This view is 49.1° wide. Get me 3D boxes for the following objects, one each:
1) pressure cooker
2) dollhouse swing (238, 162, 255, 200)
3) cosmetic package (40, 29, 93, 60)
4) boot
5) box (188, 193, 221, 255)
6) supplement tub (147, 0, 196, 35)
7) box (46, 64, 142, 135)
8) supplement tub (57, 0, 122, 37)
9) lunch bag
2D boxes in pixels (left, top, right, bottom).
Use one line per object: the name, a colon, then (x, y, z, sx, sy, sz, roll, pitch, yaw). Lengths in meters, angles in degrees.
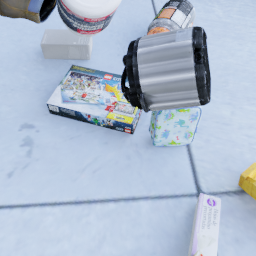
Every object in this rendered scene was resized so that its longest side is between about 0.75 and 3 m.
pressure cooker: (0.732, -1.173, 5.794, 1.830, 1.634, 1.609, -5, 7, 20)
dollhouse swing: (4.002, 1.420, 6.976, 1.546, 1.598, 1.758, -42, 60, -4)
cosmetic package: (-2.374, -3.290, 11.032, 1.875, 0.846, 1.002, 2, 55, -2)
boot: (-2.126, -3.583, 7.149, 1.337, 1.031, 2.759, 24, 62, 10)
box: (1.628, 2.763, 6.154, 0.542, 0.580, 2.800, 14, 43, 11)
supplement tub: (1.679, -3.996, 11.161, 1.480, 1.480, 2.416, 20, 55, 15)
box: (-0.917, -1.028, 9.402, 2.938, 0.554, 2.006, 14, 53, 11)
supplement tub: (-1.218, -3.896, 8.454, 1.845, 2.629, 1.845, -1, 93, -12)
lunch bag: (1.343, -0.181, 8.002, 1.371, 1.706, 0.703, -4, 49, -5)
